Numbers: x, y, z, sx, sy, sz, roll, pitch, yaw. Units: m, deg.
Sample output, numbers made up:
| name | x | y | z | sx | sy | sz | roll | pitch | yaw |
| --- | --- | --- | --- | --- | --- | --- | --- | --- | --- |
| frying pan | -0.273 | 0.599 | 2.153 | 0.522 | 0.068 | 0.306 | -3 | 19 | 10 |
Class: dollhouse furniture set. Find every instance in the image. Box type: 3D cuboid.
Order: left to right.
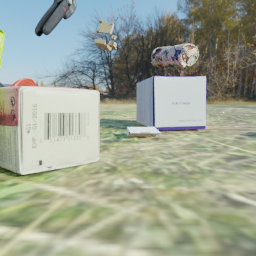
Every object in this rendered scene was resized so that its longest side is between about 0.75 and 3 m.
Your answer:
| name | x | y | z | sx | sy | sz | roll | pitch | yaw |
| --- | --- | --- | --- | --- | --- | --- | --- | --- | --- |
| dollhouse furniture set | -0.701 | -3.547 | 10.710 | 0.929 | 0.984 | 0.642 | 15 | -2 | 20 |

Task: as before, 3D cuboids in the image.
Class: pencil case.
| name | x | y | z | sx | sy | sz | roll | pitch | yaw |
| --- | --- | --- | --- | --- | --- | --- | --- | --- | --- |
| pencil case | 1.732 | -2.777 | 10.884 | 0.911 | 0.792 | 2.037 | -42 | 27 | -17 |

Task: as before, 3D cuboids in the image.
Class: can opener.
| name | x | y | z | sx | sy | sz | roll | pitch | yaw |
| --- | --- | --- | --- | --- | --- | --- | --- | --- | --- |
| can opener | -1.745 | -2.955 | 7.071 | 0.601 | 1.897 | 0.746 | -9 | -45 | 33 |

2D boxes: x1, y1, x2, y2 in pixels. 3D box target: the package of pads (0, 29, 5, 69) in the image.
| name | x | y | z | sx | sy | sz | roll | pitch | yaw |
| --- | --- | --- | --- | --- | --- | --- | --- | --- | --- |
| package of pads | -2.146 | -0.372 | 3.431 | 1.373 | 1.777 | 0.606 | 6 | -4 | 45 |

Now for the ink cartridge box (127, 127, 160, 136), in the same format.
| name | x | y | z | sx | sy | sz | roll | pitch | yaw |
| --- | --- | --- | --- | --- | --- | --- | --- | --- | --- |
| ink cartridge box | 0.343 | 0.127 | 6.425 | 0.686 | 0.213 | 0.852 | 0 | 11 | -5 |

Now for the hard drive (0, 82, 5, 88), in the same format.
| name | x | y | z | sx | sy | sz | roll | pitch | yaw |
| --- | --- | --- | --- | --- | --- | --- | --- | --- | --- |
| hard drive | -3.600 | -0.491 | 6.353 | 2.012 | 0.474 | 2.883 | -13 | 26 | -33 |

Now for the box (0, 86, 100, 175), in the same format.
| name | x | y | z | sx | sy | sz | roll | pitch | yaw |
| --- | --- | --- | --- | --- | --- | --- | --- | --- | --- |
| box | -1.421 | -0.060 | 4.017 | 1.839 | 1.002 | 1.176 | 6 | 7 | 42 |

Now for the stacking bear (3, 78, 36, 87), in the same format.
| name | x | y | z | sx | sy | sz | roll | pitch | yaw |
| --- | --- | --- | --- | --- | --- | --- | --- | --- | --- |
| stacking bear | -5.299 | -0.981 | 11.364 | 2.834 | 1.721 | 1.611 | -6 | 4 | 17 |

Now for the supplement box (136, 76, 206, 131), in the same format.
| name | x | y | z | sx | sy | sz | roll | pitch | yaw |
| --- | --- | --- | --- | --- | --- | --- | --- | --- | --- |
| supplement box | 1.216 | -0.796 | 8.945 | 1.496 | 1.528 | 2.957 | -2 | 4 | -8 |
